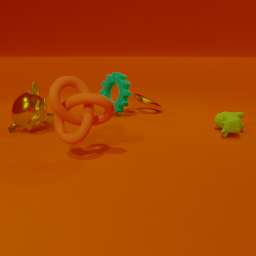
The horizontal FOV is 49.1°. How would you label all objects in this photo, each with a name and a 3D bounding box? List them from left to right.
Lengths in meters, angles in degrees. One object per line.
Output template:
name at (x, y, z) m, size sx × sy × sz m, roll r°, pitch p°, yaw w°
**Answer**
monkey head at (-2.829, -0.474, 8.370) m, size 1.003 × 1.665 × 1.198 m, roll 26°, pitch -2°, yaw 21°
knot shape at (-1.108, -0.464, 5.964) m, size 1.439 × 1.347 × 0.665 m, roll -30°, pitch 17°, yaw 4°
gear at (-0.485, -1.283, 10.353) m, size 0.277 × 1.499 × 1.499 m, roll 1°, pitch 11°, yaw -43°
ring at (0.784, -1.002, 10.977) m, size 1.250 × 0.250 × 1.250 m, roll 27°, pitch 6°, yaw -3°
cow figurine at (2.885, -0.154, 8.178) m, size 1.138 × 0.635 × 1.156 m, roll -12°, pitch 13°, yaw -28°
